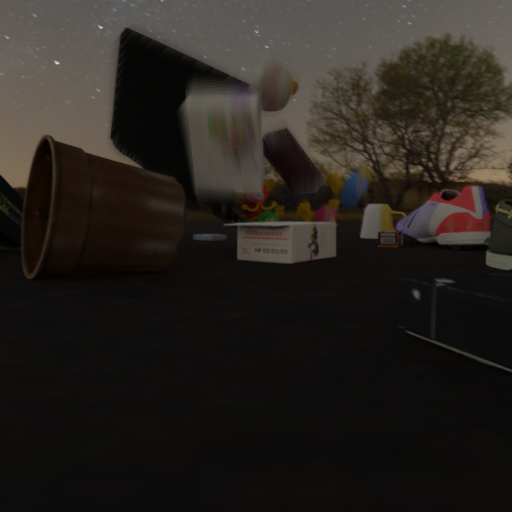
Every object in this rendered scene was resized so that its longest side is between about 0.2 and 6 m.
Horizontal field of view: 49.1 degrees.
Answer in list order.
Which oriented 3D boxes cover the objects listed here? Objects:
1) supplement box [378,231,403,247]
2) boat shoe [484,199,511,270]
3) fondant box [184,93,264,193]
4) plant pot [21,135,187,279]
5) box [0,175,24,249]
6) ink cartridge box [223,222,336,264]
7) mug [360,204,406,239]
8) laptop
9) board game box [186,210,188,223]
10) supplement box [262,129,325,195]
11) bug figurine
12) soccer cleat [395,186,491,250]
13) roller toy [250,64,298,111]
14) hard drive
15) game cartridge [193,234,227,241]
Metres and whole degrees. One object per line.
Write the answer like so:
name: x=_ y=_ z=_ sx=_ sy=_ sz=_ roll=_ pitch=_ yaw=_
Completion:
supplement box: x=2.599 y=-0.330 z=10.824 sx=0.379 sy=0.294 sz=0.686 roll=2 pitch=5 yaw=23
boat shoe: x=3.267 y=-0.189 z=5.608 sx=0.971 sy=0.812 sz=2.716 roll=-1 pitch=4 yaw=-11
fondant box: x=-0.385 y=-1.458 z=7.313 sx=0.918 sy=1.272 sz=0.370 roll=4 pitch=40 yaw=9
plant pot: x=-1.568 y=-0.422 z=5.838 sx=1.407 sy=1.422 sz=1.422 roll=6 pitch=1 yaw=-31
box: x=-5.608 y=-1.032 z=8.511 sx=3.525 sy=0.899 sz=2.780 roll=9 pitch=-12 yaw=-7
ink cartridge box: x=0.345 y=-0.198 z=7.621 sx=0.886 sy=0.522 sz=1.538 roll=3 pitch=5 yaw=36
mug: x=3.182 y=-0.874 z=14.207 sx=1.056 sy=0.867 sz=0.846 roll=0 pitch=4 yaw=-9
laptop: x=-0.874 y=-1.783 z=9.284 sx=2.784 sy=1.622 sz=3.141 roll=33 pitch=-1 yaw=26
board game box: x=-3.401 y=-0.813 z=14.229 sx=2.392 sy=0.738 sz=2.390 roll=3 pitch=7 yaw=34
supplement box: x=0.519 y=-1.386 z=8.346 sx=0.305 sy=1.002 sz=0.546 roll=-51 pitch=26 yaw=-20
bug figurine: x=0.758 y=-0.844 z=9.809 sx=2.521 sy=0.649 sz=1.955 roll=-8 pitch=-22 yaw=-8
soccer cleat: x=3.567 y=-0.743 z=10.865 sx=1.033 sy=1.108 sz=3.028 roll=-1 pitch=4 yaw=-7
roller toy: x=0.212 y=-2.406 z=7.959 sx=0.641 sy=0.448 sz=0.585 roll=-15 pitch=-40 yaw=40
hard drive: x=1.564 y=0.310 z=2.315 sx=1.223 sy=0.331 sz=1.750 roll=-1 pitch=4 yaw=-18
game cartridge: x=-1.133 y=-0.440 z=13.335 sx=0.515 sy=0.158 sz=0.774 roll=-9 pitch=9 yaw=-41
